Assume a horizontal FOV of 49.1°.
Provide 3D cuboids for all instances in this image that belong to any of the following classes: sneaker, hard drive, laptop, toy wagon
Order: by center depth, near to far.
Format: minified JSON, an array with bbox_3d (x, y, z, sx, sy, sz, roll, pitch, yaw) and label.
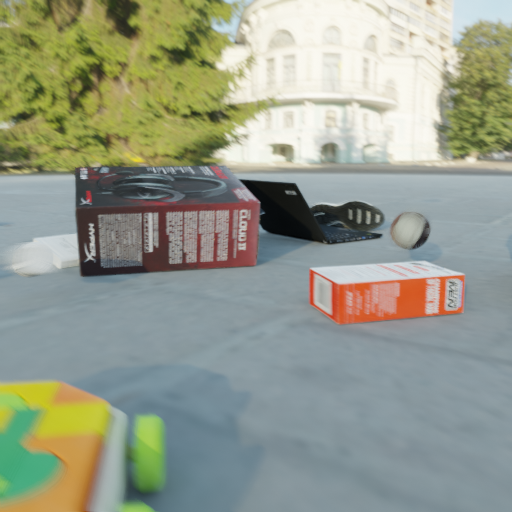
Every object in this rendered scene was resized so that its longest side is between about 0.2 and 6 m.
[{"bbox_3d":[-1.324,1.170,2.273,1.823,0.465,2.350,-2,10,-7],"label":"toy wagon"},{"bbox_3d":[-2.891,-0.137,9.530,0.942,0.188,1.429,30,27,36],"label":"hard drive"},{"bbox_3d":[1.083,-1.008,11.928,2.459,1.270,2.179,-7,13,-34],"label":"laptop"},{"bbox_3d":[2.212,-0.987,13.463,1.909,0.706,0.757,7,8,37],"label":"sneaker"}]

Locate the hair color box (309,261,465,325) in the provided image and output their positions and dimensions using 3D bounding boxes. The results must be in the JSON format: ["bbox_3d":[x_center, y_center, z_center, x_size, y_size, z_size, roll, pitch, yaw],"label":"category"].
[{"bbox_3d":[1.474,0.397,6.433,1.544,0.494,0.856,-4,11,-14],"label":"hair color box"}]

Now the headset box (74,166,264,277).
[{"bbox_3d":[-1.417,-0.692,9.353,3.044,1.176,2.265,-4,25,-15],"label":"headset box"}]

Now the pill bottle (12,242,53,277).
[{"bbox_3d":[-2.708,0.057,6.735,0.386,0.386,0.682,-7,-1,-33],"label":"pill bottle"}]

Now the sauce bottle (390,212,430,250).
[{"bbox_3d":[2.158,-0.341,7.838,0.559,0.559,1.693,3,4,15],"label":"sauce bottle"}]
